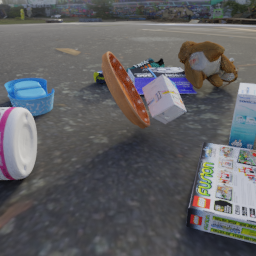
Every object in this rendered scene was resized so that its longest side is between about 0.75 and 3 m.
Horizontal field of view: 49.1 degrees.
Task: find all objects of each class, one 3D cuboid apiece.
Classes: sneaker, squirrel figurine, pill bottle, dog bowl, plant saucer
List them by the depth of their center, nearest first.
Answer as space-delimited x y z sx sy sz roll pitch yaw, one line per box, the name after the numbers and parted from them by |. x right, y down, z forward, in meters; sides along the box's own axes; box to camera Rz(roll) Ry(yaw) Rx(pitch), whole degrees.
-3.661 0.353 6.231 2.838 1.609 1.609 -1 25 0 | pill bottle
-0.092 -1.059 8.179 0.393 2.437 2.437 -28 22 12 | plant saucer
-3.720 -1.214 10.636 1.582 0.703 2.838 -12 27 -24 | dog bowl
3.679 -2.932 12.672 2.532 1.920 2.713 1 32 -37 | squirrel figurine
-0.774 -2.385 13.176 1.818 0.672 0.748 20 29 34 | sneaker
0.905 -3.241 14.727 2.162 0.864 0.772 -9 27 -19 | sneaker

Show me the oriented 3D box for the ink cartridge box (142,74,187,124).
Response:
1.063 -0.822 8.225 0.797 0.783 1.082 21 45 -50 | ink cartridge box

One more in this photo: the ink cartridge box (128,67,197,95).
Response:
1.487 -2.221 12.903 2.722 0.596 2.748 -2 26 -8 | ink cartridge box

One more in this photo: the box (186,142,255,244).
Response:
2.134 1.164 5.867 1.438 0.454 2.613 9 27 18 | box

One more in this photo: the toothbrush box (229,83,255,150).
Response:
3.288 -0.349 7.794 0.662 1.553 1.137 10 26 21 | toothbrush box
